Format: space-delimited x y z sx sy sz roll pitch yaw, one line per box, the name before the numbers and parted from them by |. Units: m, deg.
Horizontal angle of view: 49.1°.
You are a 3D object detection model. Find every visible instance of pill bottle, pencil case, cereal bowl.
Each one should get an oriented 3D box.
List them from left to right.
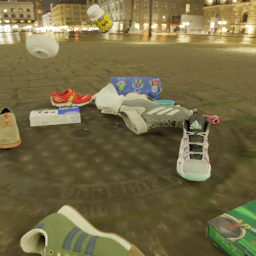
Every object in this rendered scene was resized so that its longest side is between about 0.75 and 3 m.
cereal bowl | -3.439 -3.151 11.175 1.269 0.528 1.269 3 -17 1
pill bottle | -0.865 -3.394 8.747 0.479 0.479 0.839 20 -14 41
pencil case | 0.377 -1.966 13.983 2.616 1.136 1.021 3 -12 6

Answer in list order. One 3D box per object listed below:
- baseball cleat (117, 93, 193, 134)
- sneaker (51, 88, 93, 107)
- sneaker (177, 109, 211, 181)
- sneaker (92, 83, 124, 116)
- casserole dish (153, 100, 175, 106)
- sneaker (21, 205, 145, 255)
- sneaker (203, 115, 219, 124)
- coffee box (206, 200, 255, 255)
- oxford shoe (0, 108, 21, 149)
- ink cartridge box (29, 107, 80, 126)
baseball cleat | 1.064 -0.243 9.991 2.945 1.027 1.567 19 59 14
sneaker | -2.580 -1.439 12.922 1.908 0.810 0.735 -6 22 -15
sneaker | 1.781 0.281 7.524 0.885 1.592 2.276 2 22 6
sneaker | -0.655 -0.935 11.762 1.136 0.997 2.834 -30 33 -9
casserole dish | 1.646 -1.117 12.959 1.017 0.197 0.616 -1 22 -2
sneaker | -0.777 2.027 4.286 1.067 0.797 2.377 -21 24 -40
sneaker | 3.147 -0.288 10.795 0.801 0.317 0.382 -3 33 -6
coffee box | 2.569 1.858 5.120 1.973 0.434 1.213 -11 24 -26
oxford shoe | -4.066 -0.028 9.258 0.823 0.873 2.335 -8 24 -27
ink cartridge box | -2.852 -0.469 11.021 1.872 0.414 0.880 -5 23 -12
